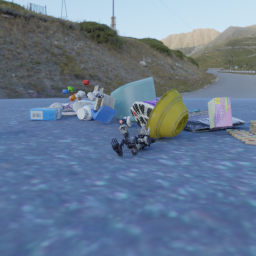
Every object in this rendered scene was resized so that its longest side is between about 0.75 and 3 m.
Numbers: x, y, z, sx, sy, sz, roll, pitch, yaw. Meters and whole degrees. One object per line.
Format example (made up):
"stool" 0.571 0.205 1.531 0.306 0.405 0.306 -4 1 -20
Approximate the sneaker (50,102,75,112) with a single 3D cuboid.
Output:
"sneaker" -4.411 -1.308 19.045 1.816 0.680 0.905 -5 -12 -23

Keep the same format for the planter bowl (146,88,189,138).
"planter bowl" 1.328 -0.264 8.433 0.719 1.725 1.725 32 22 25

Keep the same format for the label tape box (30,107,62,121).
"label tape box" -4.193 -0.757 14.617 1.291 0.596 1.801 1 6 0

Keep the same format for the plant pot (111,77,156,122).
"plant pot" 0.251 -1.307 13.874 2.091 2.053 2.047 -9 8 0

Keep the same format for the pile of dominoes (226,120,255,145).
"pile of dominoes" 4.474 0.116 8.826 2.156 0.440 2.766 1 8 6

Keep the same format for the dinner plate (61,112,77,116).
"dinner plate" -3.587 -0.801 16.431 1.379 0.167 1.379 -1 8 0

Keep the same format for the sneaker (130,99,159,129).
"sneaker" 0.803 -0.633 9.496 1.142 1.104 2.738 -32 9 -4

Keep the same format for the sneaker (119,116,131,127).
"sneaker" -0.124 -0.262 11.653 0.507 0.450 1.200 1 -2 1

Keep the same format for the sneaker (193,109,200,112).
"sneaker" 3.459 -0.545 13.237 1.408 0.589 0.850 4 18 33

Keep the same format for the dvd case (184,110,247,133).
"dvd case" 3.098 -0.331 11.285 2.607 0.208 1.938 -6 20 -26

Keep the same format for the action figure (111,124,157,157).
"action figure" 0.189 0.246 6.935 0.853 0.733 1.436 -8 6 24

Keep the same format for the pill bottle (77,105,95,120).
"pill bottle" -1.899 -0.764 14.098 0.736 0.736 1.312 6 10 38

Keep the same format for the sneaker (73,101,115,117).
"sneaker" -1.940 -1.060 15.513 2.438 0.897 1.438 7 10 -24

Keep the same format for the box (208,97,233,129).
"box" 3.110 -0.491 9.511 0.524 0.953 1.083 -4 -4 6

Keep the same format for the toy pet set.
"toy pet set" -1.668 -0.995 12.228 2.015 1.146 2.158 21 -17 -33
